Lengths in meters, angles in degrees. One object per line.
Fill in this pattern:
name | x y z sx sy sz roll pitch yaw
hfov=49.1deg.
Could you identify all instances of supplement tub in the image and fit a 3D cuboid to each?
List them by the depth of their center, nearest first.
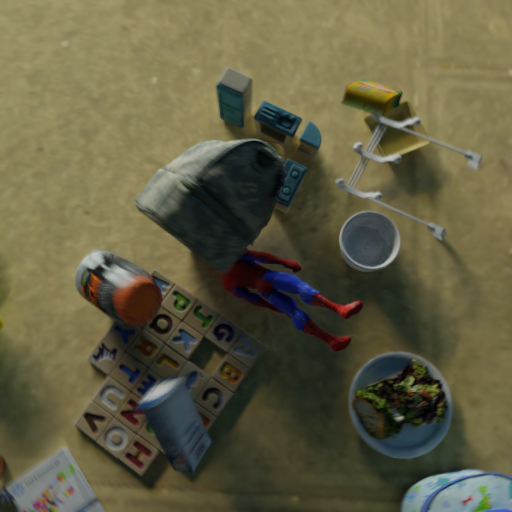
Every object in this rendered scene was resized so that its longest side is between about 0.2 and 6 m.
supplement tub | -2.352 0.558 9.602 1.604 0.982 0.982 20 72 47

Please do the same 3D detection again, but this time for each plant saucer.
plant saucer | 2.763 -2.437 11.115 1.037 0.251 1.037 -23 76 -6

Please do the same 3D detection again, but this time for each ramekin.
ramekin | 2.061 -0.214 10.360 1.100 0.578 1.100 0 75 0

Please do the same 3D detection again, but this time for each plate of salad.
plate of salad | 2.520 2.565 9.705 1.812 0.435 1.812 0 74 0

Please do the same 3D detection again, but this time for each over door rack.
over door rack | 2.885 -1.593 10.490 2.319 0.772 1.713 28 88 7

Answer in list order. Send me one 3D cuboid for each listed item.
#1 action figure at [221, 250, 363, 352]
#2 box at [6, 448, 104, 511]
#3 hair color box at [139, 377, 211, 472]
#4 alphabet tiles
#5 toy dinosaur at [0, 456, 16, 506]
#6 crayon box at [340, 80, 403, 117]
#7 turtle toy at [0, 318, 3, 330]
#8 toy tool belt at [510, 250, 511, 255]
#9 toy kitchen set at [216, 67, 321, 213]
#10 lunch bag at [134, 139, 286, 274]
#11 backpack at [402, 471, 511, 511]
action figure | 0.350 0.555 9.594 3.067 0.793 1.003 27 116 33
box | -3.317 4.146 9.365 1.106 0.292 1.419 -34 77 -8
hair color box | -1.265 2.687 8.937 0.416 0.687 1.374 -11 112 30
alphabet tiles | -1.716 2.141 9.973 2.547 0.115 3.047 34 78 8
toy dinosaur | -4.547 4.317 9.315 0.721 1.373 1.246 37 107 -19
crayon box | 1.773 -2.425 8.573 0.694 1.093 0.278 23 121 16
turtle toy | -5.081 1.318 9.826 1.138 0.789 1.561 -20 75 -32
toy tool belt | 5.904 -0.377 10.186 2.223 1.388 1.366 11 107 6
toy kitchen set | 0.018 -2.098 10.488 2.159 1.272 1.729 26 77 6
lunch bag | -0.703 -1.062 9.450 1.693 2.430 2.038 38 87 -23
backpack | 3.469 4.551 8.523 2.147 1.724 2.346 -10 71 -6
